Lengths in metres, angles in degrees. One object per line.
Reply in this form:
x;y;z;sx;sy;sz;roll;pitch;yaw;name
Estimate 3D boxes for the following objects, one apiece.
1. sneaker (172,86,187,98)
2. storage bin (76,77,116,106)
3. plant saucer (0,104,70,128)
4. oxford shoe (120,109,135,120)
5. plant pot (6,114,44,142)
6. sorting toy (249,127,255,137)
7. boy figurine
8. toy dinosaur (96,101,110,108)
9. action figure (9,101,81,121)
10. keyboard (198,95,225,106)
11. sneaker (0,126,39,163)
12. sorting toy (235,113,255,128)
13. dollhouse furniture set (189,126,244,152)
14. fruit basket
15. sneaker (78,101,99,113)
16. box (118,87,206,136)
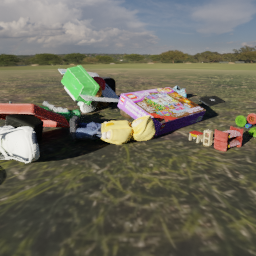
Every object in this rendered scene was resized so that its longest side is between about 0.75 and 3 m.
2.971;-2.278;17.389;1.577;0.753;0.625;13;20;39;sneaker
-1.768;-1.982;15.025;2.107;1.425;0.988;-3;15;-11;storage bin
-3.353;-0.426;9.464;2.144;0.394;2.148;2;-10;21;plant saucer
0.554;-1.028;12.404;1.110;0.956;2.630;9;18;31;oxford shoe
-3.141;0.059;8.636;0.830;0.936;0.934;13;17;7;plant pot
4.966;-0.045;9.197;1.781;0.731;1.070;10;18;34;sorting toy
-0.460;0.044;8.738;2.627;0.846;1.633;-1;12;3;boy figurine
-1.223;-1.215;14.070;0.797;0.540;0.342;10;-4;17;toy dinosaur
-3.189;-0.595;10.940;2.678;0.732;1.582;4;-16;-10;action figure
4.542;-1.472;15.546;1.819;0.360;0.947;-13;43;-44;keyboard
-3.310;0.469;6.909;1.556;0.954;2.391;-15;21;-40;sneaker
4.510;-0.274;10.518;0.346;0.507;0.843;-13;2;-42;sorting toy
2.658;0.206;8.565;0.766;0.579;1.424;-11;18;-34;dollhouse furniture set
-1.733;-1.906;13.105;2.348;1.188;2.535;48;24;24;fruit basket
-2.068;-1.099;13.611;1.061;0.662;1.800;-21;21;28;sneaker
1.359;-0.759;10.780;2.978;0.582;2.038;-16;44;-45;box
